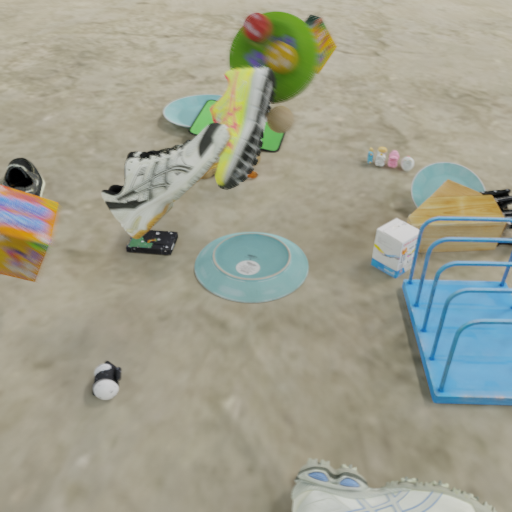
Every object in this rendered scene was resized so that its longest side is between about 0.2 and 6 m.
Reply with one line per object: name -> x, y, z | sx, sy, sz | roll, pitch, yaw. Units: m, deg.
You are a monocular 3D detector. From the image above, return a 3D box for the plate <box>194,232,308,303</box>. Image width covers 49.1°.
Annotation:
plate -> -0.088, 0.085, 11.176 | 2.294, 0.293, 2.294 | 1, 37, -1

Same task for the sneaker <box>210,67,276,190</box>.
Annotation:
sneaker -> -0.425, -2.410, 10.515 | 1.061, 2.350, 0.918 | 17, -1, 17

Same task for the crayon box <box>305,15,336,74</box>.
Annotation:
crayon box -> 1.318, -4.579, 12.333 | 0.308, 1.211, 0.769 | 33, 89, 34

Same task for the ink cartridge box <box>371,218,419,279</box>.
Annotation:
ink cartridge box -> 2.743, -0.157, 11.002 | 0.644, 0.875, 0.633 | -28, 45, -32

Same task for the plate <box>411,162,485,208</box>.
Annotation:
plate -> 4.357, -1.383, 12.761 | 1.690, 0.216, 1.690 | -1, 65, 1

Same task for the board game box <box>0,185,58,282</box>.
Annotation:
board game box -> -3.856, -0.351, 8.982 | 0.981, 0.980, 0.980 | 17, 42, -24

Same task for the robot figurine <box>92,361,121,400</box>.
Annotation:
robot figurine -> -2.313, 1.929, 8.663 | 0.385, 0.464, 0.617 | 8, 34, -18

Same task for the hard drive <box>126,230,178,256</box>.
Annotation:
hard drive -> -2.176, -0.287, 11.755 | 0.954, 0.180, 0.666 | 4, 37, 5

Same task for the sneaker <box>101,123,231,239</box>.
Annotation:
sneaker -> -1.428, -1.282, 8.381 | 1.043, 2.378, 0.900 | 47, 23, -7

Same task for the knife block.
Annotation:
knife block -> 4.570, -0.573, 11.551 | 2.247, 0.819, 2.559 | 31, 51, 28

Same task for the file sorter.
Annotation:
file sorter -> 3.704, 0.775, 9.094 | 1.928, 1.705, 2.778 | 2, 37, 1

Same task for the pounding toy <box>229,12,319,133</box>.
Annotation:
pounding toy -> 0.188, -3.716, 10.750 | 1.804, 2.337, 1.085 | 19, 1, 9

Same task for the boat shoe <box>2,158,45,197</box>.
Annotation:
boat shoe -> -5.538, -1.811, 13.265 | 0.883, 0.831, 2.458 | -14, 38, -15

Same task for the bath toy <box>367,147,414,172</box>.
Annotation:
bath toy -> 3.492, -2.514, 14.515 | 1.189, 0.517, 0.439 | 14, 17, 11

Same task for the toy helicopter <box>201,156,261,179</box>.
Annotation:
toy helicopter -> -0.670, -2.277, 14.199 | 1.683, 0.664, 1.113 | -22, 50, -10

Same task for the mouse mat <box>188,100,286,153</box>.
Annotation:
mouse mat -> -0.438, -3.758, 16.060 | 2.619, 0.099, 2.107 | 13, 43, 6

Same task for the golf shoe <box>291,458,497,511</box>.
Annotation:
golf shoe -> 1.603, 3.251, 6.719 | 2.411, 0.944, 1.172 | 4, 56, 12

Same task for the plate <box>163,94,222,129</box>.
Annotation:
plate -> -1.533, -4.278, 16.934 | 2.534, 0.324, 2.534 | 1, 38, -1
